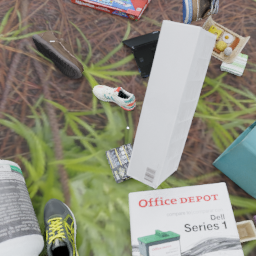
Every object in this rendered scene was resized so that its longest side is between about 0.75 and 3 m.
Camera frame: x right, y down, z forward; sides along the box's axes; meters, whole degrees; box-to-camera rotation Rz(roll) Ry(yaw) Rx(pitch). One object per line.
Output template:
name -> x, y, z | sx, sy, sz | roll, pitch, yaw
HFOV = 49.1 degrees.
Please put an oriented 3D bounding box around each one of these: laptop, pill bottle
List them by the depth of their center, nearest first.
pill bottle -> -2.732, 2.176, 5.978 | 1.535, 1.535, 2.714 | -23, 62, -13
laptop -> 0.790, -2.588, 9.637 | 1.490, 0.868, 1.681 | -20, 87, -11

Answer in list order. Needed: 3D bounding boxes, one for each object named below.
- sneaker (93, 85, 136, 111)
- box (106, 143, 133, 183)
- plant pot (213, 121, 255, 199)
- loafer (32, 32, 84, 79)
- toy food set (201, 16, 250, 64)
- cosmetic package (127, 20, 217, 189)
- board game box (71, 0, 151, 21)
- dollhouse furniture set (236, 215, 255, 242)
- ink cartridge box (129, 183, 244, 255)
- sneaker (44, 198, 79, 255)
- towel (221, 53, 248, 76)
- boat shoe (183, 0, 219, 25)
sneaker -> -0.407, -1.058, 8.391 | 1.435, 0.671, 0.505 | 26, 63, 14
box -> -0.113, 0.929, 7.482 | 0.737, 0.225, 0.915 | -18, 61, -12
plant pot -> 3.726, 0.959, 6.705 | 1.701, 1.702, 2.408 | -39, 76, -20
loafer -> -2.174, -2.530, 9.139 | 0.844, 0.869, 2.379 | -40, 67, -20
toy food set -> 2.548, -2.434, 7.673 | 1.255, 0.379, 0.901 | 33, 85, 8
cosmetic package -> 0.699, -0.363, 4.639 | 0.634, 2.502, 1.033 | 22, 19, 26
board game box -> -0.648, -5.118, 11.022 | 2.844, 0.277, 1.464 | 20, 60, 11
dollhouse furniture set -> 2.906, 2.439, 6.106 | 1.489, 1.056, 1.179 | -9, 60, -6
ink cartridge box -> 1.180, 2.745, 5.695 | 2.152, 1.242, 2.946 | -8, 60, 4
sneaker -> -1.483, 2.421, 6.263 | 0.710, 0.807, 1.907 | -19, 61, -11
towel -> 3.570, -2.188, 9.393 | 0.723, 0.149, 0.969 | 24, 60, 11
boat shoe -> 1.897, -3.280, 7.223 | 0.872, 0.870, 2.409 | 3, 34, 15
